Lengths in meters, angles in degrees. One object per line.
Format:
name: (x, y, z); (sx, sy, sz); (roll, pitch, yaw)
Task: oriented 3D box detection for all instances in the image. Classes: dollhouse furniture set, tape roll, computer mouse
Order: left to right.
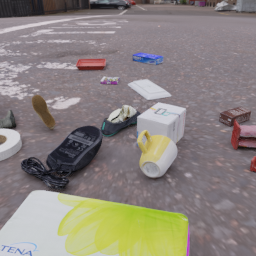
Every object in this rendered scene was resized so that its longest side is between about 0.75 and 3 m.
tape roll: (-3.923, 0.497, 8.106); (1.589, 0.290, 1.589); (0, 28, 0)
computer mouse: (-1.525, 0.749, 7.424); (1.548, 0.589, 2.235); (20, 45, 30)
dollhouse furniture set: (3.544, 0.504, 7.584); (0.993, 0.750, 1.845); (2, 27, 4)

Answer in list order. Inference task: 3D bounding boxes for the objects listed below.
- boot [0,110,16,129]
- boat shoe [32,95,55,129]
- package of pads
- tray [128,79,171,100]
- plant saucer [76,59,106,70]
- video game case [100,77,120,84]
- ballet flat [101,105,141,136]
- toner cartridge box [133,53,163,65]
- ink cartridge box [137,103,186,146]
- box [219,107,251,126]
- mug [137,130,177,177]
boot: (-4.255, -0.260, 9.545); (0.730, 0.378, 1.117); (-17, 30, -19)
boat shoe: (-2.807, -0.507, 9.262); (0.452, 0.409, 1.267); (-26, 77, -18)
package of pads: (-0.636, 2.096, 4.165); (2.999, 1.023, 2.317); (6, 28, 11)
tray: (0.928, -1.804, 12.672); (1.183, 0.244, 2.203); (-12, 29, -20)
plant saucer: (-2.121, -3.693, 16.300); (1.659, 0.305, 1.656); (-2, 27, -2)
video game case: (-0.865, -2.342, 13.817); (0.854, 0.153, 0.774); (4, 27, 8)
ballet flat: (-0.149, -0.369, 9.384); (0.726, 0.726, 1.988); (20, 33, 33)
toner cartridge box: (1.227, -4.324, 17.436); (1.782, 0.385, 0.847); (21, 35, 35)
ink cartridge box: (1.010, -0.026, 8.367); (0.978, 0.982, 1.339); (16, 30, 28)
box: (3.752, -0.409, 9.799); (1.029, 0.386, 0.515); (-13, 30, -27)
mug: (0.611, 0.714, 7.007); (1.092, 0.875, 0.896); (31, 38, 5)
